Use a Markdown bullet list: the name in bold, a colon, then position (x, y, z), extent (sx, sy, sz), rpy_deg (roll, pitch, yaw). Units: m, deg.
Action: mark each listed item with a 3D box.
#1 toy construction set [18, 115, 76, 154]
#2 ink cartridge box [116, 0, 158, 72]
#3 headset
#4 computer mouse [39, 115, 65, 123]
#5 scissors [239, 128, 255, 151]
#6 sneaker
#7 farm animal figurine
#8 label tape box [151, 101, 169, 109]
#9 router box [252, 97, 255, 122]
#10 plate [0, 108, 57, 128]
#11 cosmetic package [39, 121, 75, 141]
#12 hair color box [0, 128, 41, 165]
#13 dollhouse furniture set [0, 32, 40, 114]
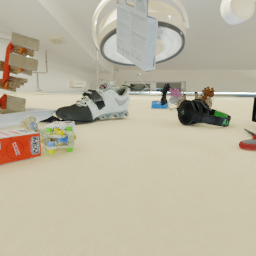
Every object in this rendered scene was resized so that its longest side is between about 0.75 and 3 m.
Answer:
- **toy construction set**: position (-1.498, 0.160, 5.334), extent (1.275, 0.587, 0.836), rpy_deg (21, 19, 37)
- **ink cartridge box**: position (0.157, -2.173, 6.128), extent (0.298, 1.470, 1.467), rpy_deg (-17, 39, -22)
- **headset**: position (2.067, -0.671, 8.778), extent (2.317, 1.089, 1.431), rpy_deg (18, 16, 29)
- **computer mouse**: position (-2.419, -0.345, 9.340), extent (1.145, 0.264, 0.804), rpy_deg (6, 11, 34)
- **scissors**: position (2.942, 0.239, 6.133), extent (0.885, 0.169, 2.419), rpy_deg (1, 7, 24)
- **sneaker**: position (-1.099, -0.925, 9.349), extent (2.887, 1.278, 1.070), rpy_deg (-14, 32, -44)
- **farm animal figurine**: position (2.921, -1.199, 12.978), extent (2.037, 1.024, 1.645), rpy_deg (-2, -10, 9)
- **label tape box**: position (1.667, -1.216, 14.551), extent (0.841, 0.388, 1.174), rpy_deg (2, 8, 13)
- **router box**: position (5.092, -0.341, 7.207), extent (2.169, 0.743, 2.908), rpy_deg (0, 7, -42)
- **plate**: position (-4.058, -0.325, 8.538), extent (2.710, 0.439, 2.716), rpy_deg (6, 10, 35)
- **cosmetic package**: position (-1.626, 0.064, 6.506), extent (0.526, 0.323, 1.275), rpy_deg (-2, 9, 1)
- **hair color box**: position (-2.207, 0.330, 4.458), extent (0.726, 0.438, 1.431), rpy_deg (8, 13, 43)
- **dollhouse furniture set**: position (-3.926, -1.656, 9.040), extent (1.227, 2.355, 2.381), rpy_deg (10, -15, -35)
